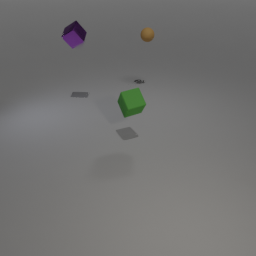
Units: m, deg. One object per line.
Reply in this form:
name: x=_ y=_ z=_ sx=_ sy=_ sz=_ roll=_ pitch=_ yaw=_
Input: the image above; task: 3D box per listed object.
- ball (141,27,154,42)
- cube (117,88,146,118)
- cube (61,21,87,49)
ball: x=0.983 y=-4.706 z=14.137 sx=0.700 sy=0.700 sz=0.700 roll=0 pitch=29 yaw=0
cube: x=0.120 y=-0.881 z=9.785 sx=0.700 sy=0.700 sz=0.700 roll=-17 pitch=73 yaw=-18
cube: x=-2.283 y=-3.962 z=11.908 sx=0.700 sy=0.700 sz=0.700 roll=-20 pitch=46 yaw=29
